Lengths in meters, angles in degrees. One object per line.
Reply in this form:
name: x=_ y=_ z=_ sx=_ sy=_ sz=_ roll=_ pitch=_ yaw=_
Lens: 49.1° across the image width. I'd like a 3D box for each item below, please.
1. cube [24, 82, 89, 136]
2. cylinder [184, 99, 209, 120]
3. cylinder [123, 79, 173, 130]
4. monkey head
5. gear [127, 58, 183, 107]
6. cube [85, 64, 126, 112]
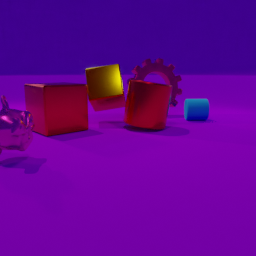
cube: x=-2.015 y=-0.593 z=7.906 sx=1.306 sy=1.306 sz=1.306 roll=-10 pitch=15 yaw=-40
cylinder: x=2.315 y=-0.626 z=9.500 sx=0.716 sy=0.716 sz=0.716 roll=0 pitch=12 yaw=2
cylinder: x=0.569 y=-0.702 z=8.145 sx=1.266 sy=1.266 sz=1.266 roll=9 pitch=10 yaw=-2
monkey head: x=-2.201 y=0.007 z=5.169 sx=0.773 sy=1.283 sz=0.923 roll=6 pitch=-8 yaw=-3
gear: x=1.002 y=-1.525 z=10.425 sx=2.063 sy=2.063 sz=0.382 roll=-3 pitch=1 yaw=-16
cube: x=-0.690 y=-1.261 z=8.960 sx=1.082 sy=1.082 sz=1.082 roll=-9 pitch=-16 yaw=1
